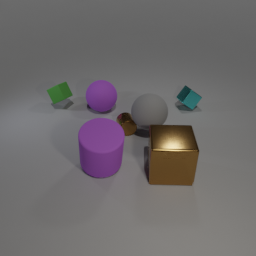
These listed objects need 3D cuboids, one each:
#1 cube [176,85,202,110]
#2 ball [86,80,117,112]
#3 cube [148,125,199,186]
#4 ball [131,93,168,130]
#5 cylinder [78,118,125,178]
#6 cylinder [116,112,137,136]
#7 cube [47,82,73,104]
[{"bbox_3d":[2.757,-1.382,12.675,0.700,0.700,0.700,29,15,-26],"label":"cube"},{"bbox_3d":[-1.179,-1.430,12.479,1.400,1.400,1.400,0,33,0],"label":"ball"},{"bbox_3d":[1.371,0.839,8.938,1.400,1.400,1.400,1,33,1],"label":"cube"},{"bbox_3d":[0.819,-0.618,10.628,1.400,1.400,1.400,0,33,0],"label":"ball"},{"bbox_3d":[-0.850,0.636,8.922,1.400,1.400,1.400,3,48,-4],"label":"cylinder"},{"bbox_3d":[-0.063,-0.158,11.135,0.700,0.700,0.700,-7,34,-11],"label":"cylinder"},{"bbox_3d":[-3.066,-1.589,12.613,0.700,0.700,0.700,-18,13,28],"label":"cube"}]
